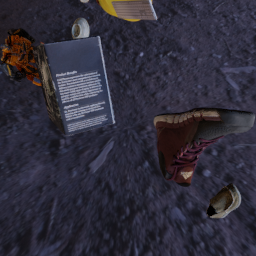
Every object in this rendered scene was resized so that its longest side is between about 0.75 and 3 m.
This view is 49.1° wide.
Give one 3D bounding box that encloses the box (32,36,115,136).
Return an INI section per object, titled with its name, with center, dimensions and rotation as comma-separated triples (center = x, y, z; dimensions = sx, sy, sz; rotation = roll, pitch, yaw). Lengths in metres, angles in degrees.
[box]
center = -1.220, -0.962, 6.037
dimensions = 1.109, 1.759, 1.789
rotation = -15, 18, -22

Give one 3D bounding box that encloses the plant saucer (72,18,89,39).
[plant saucer]
center = -1.610, -3.160, 9.118
dimensions = 0.210, 0.838, 0.838
rotation = -12, 48, -48

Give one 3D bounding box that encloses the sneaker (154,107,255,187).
[sneaker]
center = 1.316, 0.422, 5.286
dimensions = 0.968, 2.557, 1.477
rotation = 3, 87, -20

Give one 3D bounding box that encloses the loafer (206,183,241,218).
[loafer]
center = 1.659, 1.338, 4.940
dimensions = 0.344, 0.988, 0.372
rotation = -10, 47, -18

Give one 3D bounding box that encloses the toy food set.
[toy food set]
center = -0.366, -4.243, 8.889
dimensions = 2.266, 1.333, 0.740
rotation = 10, 16, -26

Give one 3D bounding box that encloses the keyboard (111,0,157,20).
[keyboard]
center = 0.126, -3.216, 7.637
dimensions = 0.100, 0.526, 1.870
rotation = -36, 36, -17

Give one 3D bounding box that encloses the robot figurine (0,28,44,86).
[robot figurine]
center = -2.580, -1.821, 7.541
dimensions = 0.556, 1.910, 1.385
rotation = 6, 84, 22
